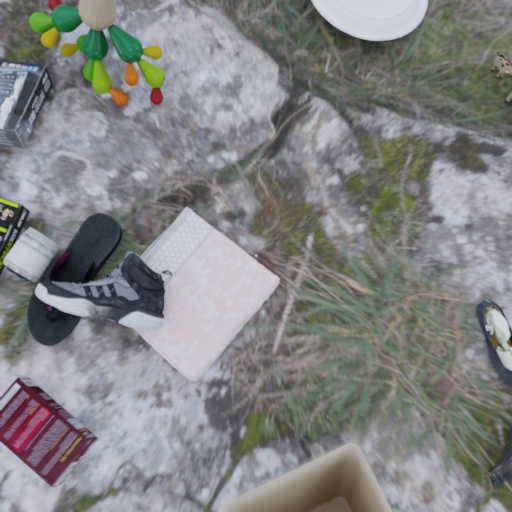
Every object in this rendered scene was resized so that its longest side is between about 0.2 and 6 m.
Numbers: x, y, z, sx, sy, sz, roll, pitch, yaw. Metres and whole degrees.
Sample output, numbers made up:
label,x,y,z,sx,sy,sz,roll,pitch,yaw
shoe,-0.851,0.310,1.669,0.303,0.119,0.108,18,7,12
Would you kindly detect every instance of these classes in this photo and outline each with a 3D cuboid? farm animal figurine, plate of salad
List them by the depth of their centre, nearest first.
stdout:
label,x,y,z,sx,sy,sz,roll,pitch,yaw
farm animal figurine,5.242,-3.484,11.029,1.161,0.605,1.148,12,76,3
plate of salad,2.245,-5.455,11.522,2.601,0.625,2.601,3,73,-10

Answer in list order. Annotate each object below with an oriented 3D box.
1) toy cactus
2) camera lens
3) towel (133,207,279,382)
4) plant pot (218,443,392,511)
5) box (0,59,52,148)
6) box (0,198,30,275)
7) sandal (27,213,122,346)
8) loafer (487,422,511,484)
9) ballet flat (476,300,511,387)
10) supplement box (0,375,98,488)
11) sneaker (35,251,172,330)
label,x,y,z,sx,sy,sz,roll,pitch,yaw
toy cactus,-2.852,-4.171,10.441,2.810,2.319,1.437,35,58,3
camera lens,-4.069,0.000,10.123,0.680,0.680,0.850,30,79,7
towel,-1.167,0.634,10.128,2.294,0.387,2.402,40,80,9
plant pot,0.974,4.398,8.220,2.213,1.962,2.216,-24,61,-5
box,-5.279,-3.022,10.755,2.160,0.537,1.703,9,61,2
box,-5.507,-0.345,10.337,1.964,0.467,1.896,17,75,5
sandal,-3.362,0.342,10.065,0.978,0.623,2.602,24,78,6
loafer,4.491,3.084,9.422,1.842,0.671,0.666,-34,71,-18
ballet flat,4.334,1.530,9.817,0.589,0.589,1.613,-17,77,-4
supplement box,-3.684,2.926,9.471,1.759,0.535,0.957,38,80,9
sneaker,-2.502,0.458,9.456,2.158,0.815,1.228,15,86,-10
